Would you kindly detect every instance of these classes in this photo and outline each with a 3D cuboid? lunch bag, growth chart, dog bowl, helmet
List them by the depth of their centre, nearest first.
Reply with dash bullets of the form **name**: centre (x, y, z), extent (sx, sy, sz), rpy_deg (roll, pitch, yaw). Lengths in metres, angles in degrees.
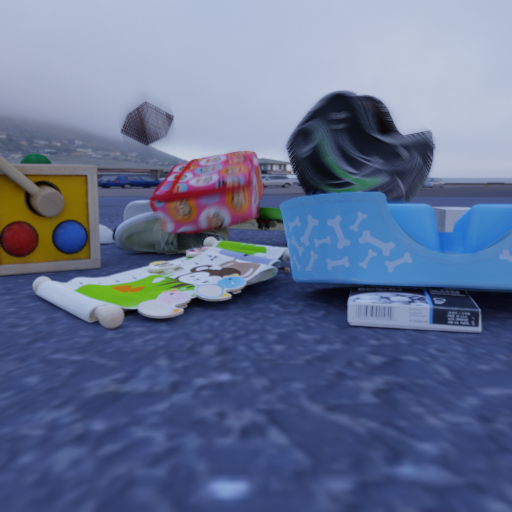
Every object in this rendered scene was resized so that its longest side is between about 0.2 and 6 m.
- **dog bowl**: centre (2.272, -0.086, 6.740), extent (4.028, 0.999, 2.245), rpy_deg (1, -4, 12)
- **growth chart**: centre (-1.024, 0.243, 7.475), extent (2.614, 0.320, 3.612), rpy_deg (6, 15, 42)
- **lunch bag**: centre (-1.003, -1.240, 10.858), extent (2.159, 1.004, 2.451), rpy_deg (-8, 23, 9)
- **helmet**: centre (2.260, -2.061, 11.941), extent (2.780, 2.650, 2.780), rpy_deg (-39, -8, -7)

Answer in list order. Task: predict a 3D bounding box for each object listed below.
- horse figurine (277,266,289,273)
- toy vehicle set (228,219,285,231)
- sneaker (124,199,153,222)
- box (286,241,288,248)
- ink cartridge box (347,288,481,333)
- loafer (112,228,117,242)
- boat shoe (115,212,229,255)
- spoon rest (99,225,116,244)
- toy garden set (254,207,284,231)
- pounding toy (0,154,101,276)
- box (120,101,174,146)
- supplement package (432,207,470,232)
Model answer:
- **horse figurine**: centre (-0.003, 0.091, 9.044), extent (1.421, 0.355, 0.942), rpy_deg (-7, 12, -9)
- **toy vehicle set**: centre (-0.045, -1.100, 17.617), extent (2.884, 0.382, 1.792), rpy_deg (3, 8, 23)
- **sneaker**: centre (-1.588, -1.022, 13.831), extent (3.409, 1.246, 1.907), rpy_deg (6, 11, 44)
- **box**: centre (1.040, -0.235, 11.145), extent (0.740, 0.467, 0.753), rpy_deg (-3, 9, -13)
- **ink cartridge box**: centre (1.671, 0.529, 6.123), extent (1.289, 0.282, 1.301), rpy_deg (2, 6, 11)
- **loafer**: centre (-2.031, -0.554, 12.104), extent (2.261, 0.794, 0.768), rpy_deg (2, 8, 14)
- **boat shoe**: centre (-1.654, -0.419, 11.074), extent (2.277, 0.820, 0.706), rpy_deg (-5, 25, -5)
- **spoon rest**: centre (-4.342, -0.521, 13.166), extent (2.163, 0.656, 1.075), rpy_deg (13, 9, -2)
- **toy garden set**: centre (0.899, -0.607, 12.034), extent (2.649, 0.529, 2.208), rpy_deg (6, 2, -28)
- **pounding toy**: centre (-3.615, -0.836, 8.974), extent (2.018, 2.192, 1.559), rpy_deg (-5, 9, -30)
- **box**: centre (-2.082, -2.475, 10.576), extent (0.614, 0.459, 1.226), rpy_deg (24, -8, -25)
- **supplement package**: centre (4.516, -0.660, 12.645), extent (0.847, 0.853, 1.124), rpy_deg (0, 8, 2)
